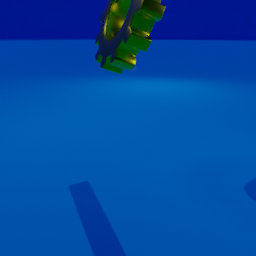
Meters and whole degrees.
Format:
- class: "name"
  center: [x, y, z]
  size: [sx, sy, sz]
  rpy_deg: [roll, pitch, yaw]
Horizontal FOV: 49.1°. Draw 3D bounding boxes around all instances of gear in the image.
- class: "gear"
  center: [-0.019, -1.854, 4.592]
  size: [0.346, 1.869, 1.869]
  rpy_deg: [13, 12, -26]
